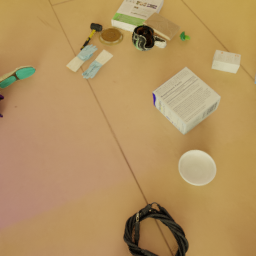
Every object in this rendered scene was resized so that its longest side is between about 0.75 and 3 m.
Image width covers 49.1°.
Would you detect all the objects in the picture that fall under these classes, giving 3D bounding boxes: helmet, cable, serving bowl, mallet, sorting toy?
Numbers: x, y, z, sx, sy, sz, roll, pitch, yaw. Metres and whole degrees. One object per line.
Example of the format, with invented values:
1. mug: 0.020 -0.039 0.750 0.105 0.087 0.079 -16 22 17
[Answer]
1. helmet: 0.748 -4.325 13.689 1.137 1.084 1.137 -4 56 6
2. cable: 0.918 3.692 9.248 1.820 0.567 2.231 -30 64 -16
3. serving bowl: 2.577 1.545 10.577 1.396 0.459 1.396 0 60 1
4. mallet: -1.855 -4.638 14.334 0.619 0.387 1.878 12 64 12
5. sorting toy: 2.008 -4.908 14.104 2.341 0.345 1.730 33 48 5

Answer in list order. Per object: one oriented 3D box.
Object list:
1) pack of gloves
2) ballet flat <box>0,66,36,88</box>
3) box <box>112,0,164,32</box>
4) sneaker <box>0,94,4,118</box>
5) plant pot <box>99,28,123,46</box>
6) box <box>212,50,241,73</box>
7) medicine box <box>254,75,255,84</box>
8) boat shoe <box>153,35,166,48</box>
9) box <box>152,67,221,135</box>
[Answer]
1. pack of gloves: -1.822 -3.156 13.516 1.507 0.354 1.793 36 75 19
2. ballet flat: -5.199 -2.470 12.887 1.861 0.628 0.580 -30 54 -17
3. box: 0.564 -6.318 15.223 2.026 0.510 2.807 19 60 11
4. sneaker: -6.108 -1.643 12.271 1.286 1.094 2.939 -5 69 -17
5. plant pot: -0.881 -4.759 14.477 1.288 0.177 1.288 0 59 1
6. box: 4.650 -3.150 13.288 1.171 0.571 0.729 14 60 9
7. medicine box: 6.361 -2.771 12.693 0.681 1.205 1.323 18 61 10
8. boat shoe: 1.338 -4.476 14.155 1.314 0.432 0.473 31 64 17
9. box: 2.369 -1.139 11.651 1.882 1.074 2.047 -37 66 -9
